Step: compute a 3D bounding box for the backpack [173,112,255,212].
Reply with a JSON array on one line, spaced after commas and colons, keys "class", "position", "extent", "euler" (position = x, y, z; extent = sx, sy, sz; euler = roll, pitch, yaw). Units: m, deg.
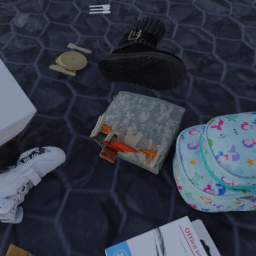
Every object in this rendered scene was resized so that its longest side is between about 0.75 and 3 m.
[{"class": "backpack", "position": [2.515, 0.876, 7.128], "extent": [2.654, 1.998, 2.356], "euler": [-7, 54, 2]}]

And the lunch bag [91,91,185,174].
[{"class": "lunch bag", "position": [0.257, 0.000, 8.059], "extent": [2.183, 1.283, 1.790], "euler": [23, 56, 12]}]

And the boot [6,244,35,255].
[{"class": "boot", "position": [-2.936, 3.449, 5.903], "extent": [1.868, 0.680, 1.985], "euler": [16, 58, 7]}]

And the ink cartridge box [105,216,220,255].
[{"class": "ink cartridge box", "position": [0.926, 2.985, 6.208], "extent": [2.538, 0.846, 1.470], "euler": [-18, 57, -12]}]

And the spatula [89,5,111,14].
[{"class": "spatula", "position": [-1.274, -5.351, 12.629], "extent": [0.944, 0.076, 0.656], "euler": [-5, 60, -2]}]

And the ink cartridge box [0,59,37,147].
[{"class": "ink cartridge box", "position": [-3.920, -0.397, 6.872], "extent": [2.106, 2.912, 2.116], "euler": [-38, 99, -29]}]

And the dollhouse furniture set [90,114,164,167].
[{"class": "dollhouse furniture set", "position": [-0.173, 0.417, 6.335], "extent": [1.470, 1.454, 0.757], "euler": [29, 80, -12]}]

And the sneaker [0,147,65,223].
[{"class": "sneaker", "position": [-2.711, 1.525, 7.217], "extent": [2.545, 0.956, 1.462], "euler": [-21, 58, -8]}]

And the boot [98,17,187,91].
[{"class": "boot", "position": [0.755, -2.426, 8.683], "extent": [3.094, 1.164, 2.313], "euler": [17, 55, 34]}]

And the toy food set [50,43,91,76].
[{"class": "toy food set", "position": [-2.096, -2.470, 10.470], "extent": [1.129, 0.328, 1.635], "euler": [20, 51, 5]}]
